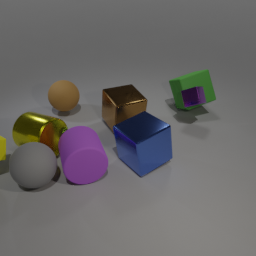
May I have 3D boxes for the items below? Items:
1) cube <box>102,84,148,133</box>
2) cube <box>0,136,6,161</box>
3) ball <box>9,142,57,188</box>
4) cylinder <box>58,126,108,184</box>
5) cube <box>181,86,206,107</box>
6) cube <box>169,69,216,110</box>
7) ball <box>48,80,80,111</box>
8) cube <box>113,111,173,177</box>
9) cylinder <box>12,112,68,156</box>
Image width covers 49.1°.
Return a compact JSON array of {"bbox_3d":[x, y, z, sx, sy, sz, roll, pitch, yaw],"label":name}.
[{"bbox_3d":[-0.186,-0.807,11.662,1.400,1.400,1.400,-14,41,-24],"label":"cube"},{"bbox_3d":[-4.285,0.623,8.714,0.700,0.700,0.700,17,16,41],"label":"cube"},{"bbox_3d":[-2.890,1.132,8.573,1.400,1.400,1.400,0,31,0],"label":"ball"},{"bbox_3d":[-1.477,0.854,9.079,1.400,1.400,1.400,-10,32,-16],"label":"cylinder"},{"bbox_3d":[2.688,-1.275,11.431,0.700,0.700,0.700,-13,0,36],"label":"cube"},{"bbox_3d":[2.893,-1.732,12.704,1.400,1.400,1.400,-20,10,-8],"label":"cube"},{"bbox_3d":[-2.896,-1.454,12.656,1.400,1.400,1.400,0,31,0],"label":"ball"},{"bbox_3d":[0.515,0.491,9.501,1.400,1.400,1.400,-26,37,-25],"label":"cube"},{"bbox_3d":[-3.104,0.215,9.984,1.400,1.400,1.400,13,33,30],"label":"cylinder"}]
